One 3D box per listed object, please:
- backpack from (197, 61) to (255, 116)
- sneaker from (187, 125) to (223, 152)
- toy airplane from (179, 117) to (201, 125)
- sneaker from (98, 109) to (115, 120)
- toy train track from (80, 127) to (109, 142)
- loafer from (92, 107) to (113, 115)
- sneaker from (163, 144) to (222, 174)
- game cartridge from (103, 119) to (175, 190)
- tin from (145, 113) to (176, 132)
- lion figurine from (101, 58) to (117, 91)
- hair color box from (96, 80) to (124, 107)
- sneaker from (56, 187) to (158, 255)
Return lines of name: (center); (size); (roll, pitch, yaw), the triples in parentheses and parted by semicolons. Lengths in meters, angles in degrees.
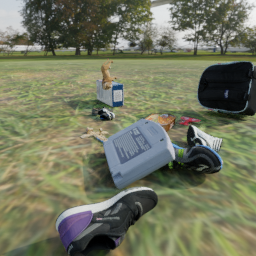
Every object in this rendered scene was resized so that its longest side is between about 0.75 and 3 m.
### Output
backpack: (4.180, -1.601, 11.594); (2.441, 2.167, 1.838); (9, 0, 44)
sneaker: (2.239, 0.368, 8.133); (0.802, 0.526, 1.395); (6, 24, -10)
toy airplane: (2.279, -0.257, 10.536); (0.857, 0.158, 0.857); (-1, 16, 0)
sneaker: (-1.009, -0.534, 11.131); (0.916, 0.335, 0.512); (17, 23, 41)
toy train track: (-0.900, 0.205, 8.858); (0.946, 0.268, 1.650); (-11, 21, -31)
loafer: (-1.064, -0.751, 11.862); (1.018, 0.320, 0.366); (-12, 21, -35)
sneaker: (1.220, 0.765, 6.533); (1.950, 0.691, 0.808); (8, 29, 37)
game cartridge: (0.214, 0.476, 6.681); (1.534, 0.479, 2.304); (-25, 20, -2)
tin: (1.120, -0.194, 10.064); (0.965, 0.361, 1.723); (12, 20, 22)
lion figurine: (-0.895, -2.236, 11.671); (0.787, 1.285, 0.466); (-26, 12, -41)
hair color box: (-0.920, -1.770, 13.915); (0.639, 1.056, 2.112); (-8, 19, -25)
sneaker: (-0.172, 1.502, 4.320); (1.710, 0.647, 0.749); (-14, 35, -25)
